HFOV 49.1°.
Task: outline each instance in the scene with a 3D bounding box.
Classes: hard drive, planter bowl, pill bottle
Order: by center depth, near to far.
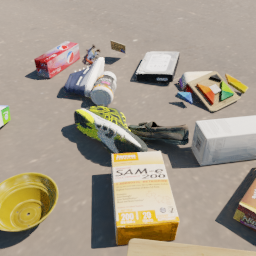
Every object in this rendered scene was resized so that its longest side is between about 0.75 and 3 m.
[{"bbox_3d":[-2.430,1.880,6.653,1.629,0.678,1.629,0,40,0],"label":"planter bowl"},{"bbox_3d":[-0.883,-1.537,10.707,0.843,0.843,1.449,4,39,4],"label":"pill bottle"},{"bbox_3d":[1.368,-2.766,12.399,1.585,0.429,2.269,5,38,16],"label":"hard drive"}]

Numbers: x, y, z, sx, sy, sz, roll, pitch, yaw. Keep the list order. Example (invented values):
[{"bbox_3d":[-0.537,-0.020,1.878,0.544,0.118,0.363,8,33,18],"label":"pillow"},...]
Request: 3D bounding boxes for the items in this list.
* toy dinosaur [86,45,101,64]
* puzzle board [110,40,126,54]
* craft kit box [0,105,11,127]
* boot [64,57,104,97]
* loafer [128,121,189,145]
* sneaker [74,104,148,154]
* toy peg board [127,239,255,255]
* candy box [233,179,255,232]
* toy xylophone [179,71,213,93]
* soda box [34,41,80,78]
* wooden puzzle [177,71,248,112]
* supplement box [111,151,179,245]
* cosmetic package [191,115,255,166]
[{"bbox_3d":[-1.758,-3.468,13.531,1.332,0.700,1.209,-16,36,49],"label":"toy dinosaur"},{"bbox_3d":[-0.449,-3.791,13.073,0.732,0.971,0.085,19,84,2],"label":"puzzle board"},{"bbox_3d":[-5.466,-0.148,8.520,2.694,0.654,2.661,2,16,3],"label":"craft kit box"},{"bbox_3d":[-1.724,-2.218,11.470,1.109,0.893,2.456,10,41,4],"label":"boot"},{"bbox_3d":[0.930,0.033,8.750,2.012,0.633,0.723,10,20,22],"label":"loafer"},{"bbox_3d":[-0.419,-0.057,8.688,2.951,1.099,1.249,31,48,32],"label":"sneaker"},{"bbox_3d":[1.269,3.510,4.441,2.809,1.374,2.798,4,55,6],"label":"toy peg board"},{"bbox_3d":[3.774,1.682,6.917,1.352,0.654,2.318,29,46,31],"label":"candy box"},{"bbox_3d":[2.962,-1.808,11.324,1.724,0.433,1.262,4,53,2],"label":"toy xylophone"},{"bbox_3d":[-3.135,-3.129,12.667,0.737,0.813,2.324,17,42,20],"label":"soda box"},{"bbox_3d":[3.290,-1.468,10.670,2.607,0.305,1.759,-32,66,-25],"label":"wooden puzzle"},{"bbox_3d":[0.314,1.607,6.871,1.377,0.803,2.185,-3,39,-5],"label":"supplement box"},{"bbox_3d":[3.019,0.356,8.183,2.052,1.104,0.870,-5,38,-9],"label":"cosmetic package"}]
